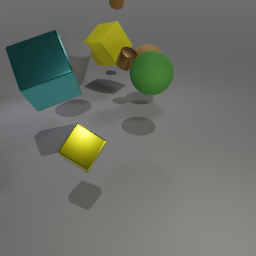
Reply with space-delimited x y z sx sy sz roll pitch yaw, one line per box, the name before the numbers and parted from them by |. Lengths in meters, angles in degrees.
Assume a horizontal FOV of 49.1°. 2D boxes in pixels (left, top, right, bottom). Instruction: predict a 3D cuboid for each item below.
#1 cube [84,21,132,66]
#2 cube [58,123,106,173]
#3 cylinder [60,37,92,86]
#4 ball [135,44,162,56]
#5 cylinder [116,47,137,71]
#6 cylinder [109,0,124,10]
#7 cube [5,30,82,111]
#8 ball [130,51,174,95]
cube | -0.946 -3.875 13.015 1.400 1.400 1.400 12 61 44
cube | -0.940 0.441 5.814 0.700 0.700 0.700 32 74 1
cylinder | -2.221 -2.492 10.655 1.400 1.400 1.400 15 39 -12
ball | 0.851 -2.845 11.972 1.400 1.400 1.400 0 30 0
cylinder | -0.065 -2.834 11.468 0.700 0.700 0.700 13 49 -15
cylinder | -0.516 -6.106 13.204 0.700 0.700 0.700 3 64 -7
cube | -2.253 -1.525 7.712 1.400 1.400 1.400 -22 73 -6
ball | 0.757 -1.759 9.004 1.400 1.400 1.400 0 30 0
